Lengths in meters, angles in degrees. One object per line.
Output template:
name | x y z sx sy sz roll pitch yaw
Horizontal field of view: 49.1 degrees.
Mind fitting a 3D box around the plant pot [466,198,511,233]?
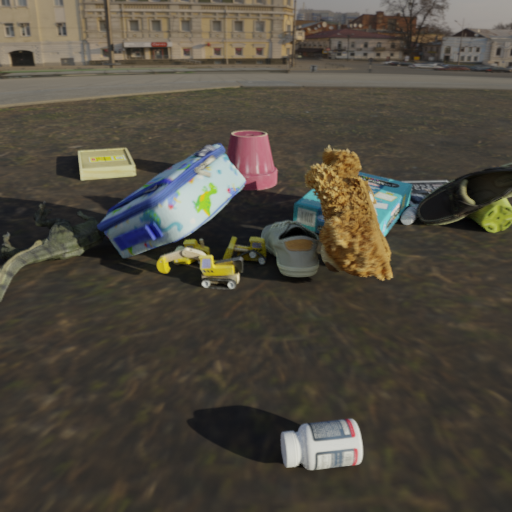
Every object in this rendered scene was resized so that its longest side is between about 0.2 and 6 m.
plant pot | 4.921 -1.002 11.841 1.023 1.023 0.941 -2 35 -4

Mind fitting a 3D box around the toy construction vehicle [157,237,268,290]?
toy construction vehicle | -0.717 -0.025 9.804 1.727 0.608 1.504 3 23 8

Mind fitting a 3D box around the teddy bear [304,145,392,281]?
teddy bear | 1.531 -0.676 9.492 0.981 2.130 2.938 -21 51 20

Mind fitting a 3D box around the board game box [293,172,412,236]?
board game box | 2.095 -1.089 11.920 1.787 0.555 2.367 18 34 23

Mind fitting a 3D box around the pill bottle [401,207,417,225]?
pill bottle | 3.334 -0.864 12.197 0.296 0.296 0.521 11 25 25

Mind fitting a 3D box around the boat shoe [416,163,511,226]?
boat shoe | 4.272 -1.284 11.319 2.382 0.872 0.772 -27 -15 35

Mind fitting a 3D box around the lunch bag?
lunch bag | -1.551 -0.908 9.949 2.533 1.044 2.036 -15 25 51

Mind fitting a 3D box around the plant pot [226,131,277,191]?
plant pot | -0.195 -2.587 14.923 1.511 1.352 1.511 0 23 0

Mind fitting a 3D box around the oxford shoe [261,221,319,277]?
oxford shoe | 0.630 -0.323 10.238 0.967 0.743 2.572 -4 16 -5

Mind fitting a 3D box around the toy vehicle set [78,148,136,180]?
toy vehicle set | -4.476 -2.762 16.638 1.510 0.322 2.431 -7 24 -16

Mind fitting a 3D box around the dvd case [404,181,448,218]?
dvd case | 4.219 -1.397 13.485 1.668 0.274 2.219 -2 24 -5

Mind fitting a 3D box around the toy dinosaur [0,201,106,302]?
toy dinosaur | -3.762 -0.252 10.218 1.513 0.815 3.433 20 33 25

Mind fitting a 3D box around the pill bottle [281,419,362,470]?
pill bottle | 0.633 1.872 5.538 0.739 0.442 0.442 -3 23 -7
